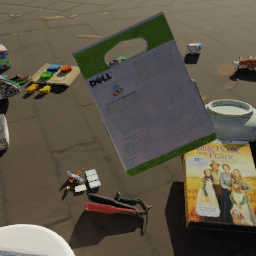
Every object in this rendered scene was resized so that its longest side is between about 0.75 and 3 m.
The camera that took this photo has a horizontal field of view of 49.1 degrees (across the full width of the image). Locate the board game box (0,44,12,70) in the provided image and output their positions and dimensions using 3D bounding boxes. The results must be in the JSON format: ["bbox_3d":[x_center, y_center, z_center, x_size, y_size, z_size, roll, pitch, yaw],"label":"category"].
[{"bbox_3d":[-6.511,-3.186,13.072,1.696,0.873,0.889,-24,45,-26],"label":"board game box"}]

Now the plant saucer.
[{"bbox_3d":[3.374,-0.413,9.372,2.671,0.670,2.671,-2,25,1],"label":"plant saucer"}]

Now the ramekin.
[{"bbox_3d":[-2.035,3.017,4.812,2.704,1.318,2.704,1,32,-1],"label":"ramekin"}]

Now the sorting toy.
[{"bbox_3d":[-3.295,-2.242,12.339,1.799,0.323,2.415,9,40,11],"label":"sorting toy"}]

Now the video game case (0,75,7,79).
[{"bbox_3d":[-5.791,-2.033,12.276,0.701,0.093,0.982,-2,40,-3],"label":"video game case"}]

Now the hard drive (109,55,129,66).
[{"bbox_3d":[-0.337,-3.211,13.647,0.706,0.191,1.011,21,44,24],"label":"hard drive"}]

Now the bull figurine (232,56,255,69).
[{"bbox_3d":[5.560,-3.078,13.285,1.351,0.440,0.820,1,39,2],"label":"bull figurine"}]

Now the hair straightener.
[{"bbox_3d":[-0.221,1.886,7.220,1.709,0.350,0.658,4,39,5],"label":"hair straightener"}]

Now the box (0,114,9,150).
[{"bbox_3d":[-4.911,0.282,9.121,1.846,0.446,1.462,-15,41,-17],"label":"box"}]

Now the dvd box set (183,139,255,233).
[{"bbox_3d":[2.480,1.402,7.507,1.924,0.387,2.630,4,47,5],"label":"dvd box set"}]

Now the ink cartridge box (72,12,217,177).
[{"bbox_3d":[0.328,-0.606,5.438,1.845,2.497,0.946,-24,8,3],"label":"ink cartridge box"}]

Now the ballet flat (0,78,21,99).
[{"bbox_3d":[-5.622,-1.518,11.120,2.944,1.059,1.059,15,41,18],"label":"ballet flat"}]

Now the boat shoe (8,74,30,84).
[{"bbox_3d":[-4.728,-2.146,12.168,0.393,0.393,1.063,25,45,27],"label":"boat shoe"}]

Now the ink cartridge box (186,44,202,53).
[{"bbox_3d":[3.413,-4.146,14.602,0.764,0.443,0.259,-2,39,-2],"label":"ink cartridge box"}]

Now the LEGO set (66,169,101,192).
[{"bbox_3d":[-1.306,1.446,7.884,0.931,0.228,0.695,-12,37,-15],"label":"LEGO set"}]
